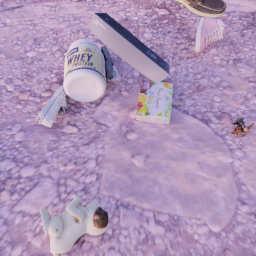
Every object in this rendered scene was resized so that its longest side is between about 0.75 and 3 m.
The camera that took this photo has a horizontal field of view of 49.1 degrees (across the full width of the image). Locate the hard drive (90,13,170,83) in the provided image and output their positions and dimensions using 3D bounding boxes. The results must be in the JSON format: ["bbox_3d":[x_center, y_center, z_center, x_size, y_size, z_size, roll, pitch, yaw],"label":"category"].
[{"bbox_3d":[0.115,-2.677,9.331,2.941,0.622,1.984,37,22,-8],"label":"hard drive"}]

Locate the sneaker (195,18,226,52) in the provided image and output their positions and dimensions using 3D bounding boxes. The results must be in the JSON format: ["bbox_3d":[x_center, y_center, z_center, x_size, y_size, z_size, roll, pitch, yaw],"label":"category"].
[{"bbox_3d":[3.875,-4.380,13.078,1.275,0.918,2.440,12,50,15],"label":"sneaker"}]

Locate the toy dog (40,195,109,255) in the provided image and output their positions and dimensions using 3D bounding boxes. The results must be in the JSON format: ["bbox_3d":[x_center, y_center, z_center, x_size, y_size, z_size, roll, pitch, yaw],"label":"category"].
[{"bbox_3d":[-1.361,2.634,7.673,1.719,1.199,1.667,-15,60,-14],"label":"toy dog"}]

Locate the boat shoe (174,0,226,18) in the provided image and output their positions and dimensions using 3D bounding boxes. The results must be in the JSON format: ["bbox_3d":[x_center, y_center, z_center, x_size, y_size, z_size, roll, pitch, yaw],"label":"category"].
[{"bbox_3d":[2.121,-4.259,8.919,2.220,0.719,0.813,28,68,10],"label":"boat shoe"}]

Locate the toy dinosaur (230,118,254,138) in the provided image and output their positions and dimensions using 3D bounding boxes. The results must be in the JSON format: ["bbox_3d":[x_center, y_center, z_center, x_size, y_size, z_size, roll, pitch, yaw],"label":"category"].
[{"bbox_3d":[4.126,0.007,10.180,0.963,0.492,0.653,-12,67,-31],"label":"toy dinosaur"}]

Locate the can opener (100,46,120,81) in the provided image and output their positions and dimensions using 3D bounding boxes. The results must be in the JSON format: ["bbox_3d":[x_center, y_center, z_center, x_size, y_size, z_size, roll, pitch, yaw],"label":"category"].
[{"bbox_3d":[-0.901,-2.857,12.086,0.618,0.781,2.349,-9,48,-17],"label":"can opener"}]

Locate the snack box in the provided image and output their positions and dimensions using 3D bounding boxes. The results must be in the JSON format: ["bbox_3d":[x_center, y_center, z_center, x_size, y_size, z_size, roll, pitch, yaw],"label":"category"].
[{"bbox_3d":[1.043,-1.025,10.835,1.291,0.481,1.815,7,53,5],"label":"snack box"}]

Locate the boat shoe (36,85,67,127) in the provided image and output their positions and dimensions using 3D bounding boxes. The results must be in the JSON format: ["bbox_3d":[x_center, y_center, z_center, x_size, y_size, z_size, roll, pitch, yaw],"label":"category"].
[{"bbox_3d":[-2.661,-0.846,10.586,0.687,0.752,2.091,33,42,-10],"label":"boat shoe"}]

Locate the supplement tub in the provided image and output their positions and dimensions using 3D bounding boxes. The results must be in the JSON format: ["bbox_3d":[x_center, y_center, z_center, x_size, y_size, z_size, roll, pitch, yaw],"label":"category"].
[{"bbox_3d":[-1.703,-2.301,11.099,1.596,1.596,2.201,-5,53,-3],"label":"supplement tub"}]
